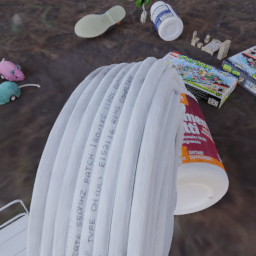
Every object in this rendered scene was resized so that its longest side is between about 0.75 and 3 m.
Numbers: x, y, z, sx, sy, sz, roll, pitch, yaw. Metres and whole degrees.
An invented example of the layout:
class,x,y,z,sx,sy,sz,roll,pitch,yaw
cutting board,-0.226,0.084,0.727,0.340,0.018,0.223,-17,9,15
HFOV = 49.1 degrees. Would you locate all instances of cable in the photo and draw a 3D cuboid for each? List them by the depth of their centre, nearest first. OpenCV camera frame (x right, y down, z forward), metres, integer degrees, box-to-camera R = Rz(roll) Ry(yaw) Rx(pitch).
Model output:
class,x,y,z,sx,sy,sz,roll,pitch,yaw
cable,0.010,0.586,2.649,0.858,2.479,2.478,7,41,13

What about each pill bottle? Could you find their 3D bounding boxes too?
class,x,y,z,sx,sy,sz,roll,pitch,yaw
pill bottle,0.875,0.152,5.937,1.613,1.613,2.944,-5,49,-4
pill bottle,1.319,-3.883,10.021,0.862,0.862,1.553,-9,49,-8

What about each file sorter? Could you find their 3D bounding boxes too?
class,x,y,z,sx,sy,sz,roll,pitch,yaw
file sorter,-1.904,2.039,4.839,0.866,0.777,1.248,-29,55,-23

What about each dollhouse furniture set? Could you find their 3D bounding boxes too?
class,x,y,z,sx,sy,sz,roll,pitch,yaw
dollhouse furniture set,2.817,-2.882,9.349,0.643,0.550,1.241,-35,57,-27

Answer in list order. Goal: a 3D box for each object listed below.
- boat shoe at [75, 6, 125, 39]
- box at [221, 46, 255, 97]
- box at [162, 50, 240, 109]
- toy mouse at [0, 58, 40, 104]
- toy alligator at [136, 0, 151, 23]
class,x,y,z,sx,sy,sz,roll,pitch,yaw
boat shoe,-1.043,-3.745,10.065,2.133,0.759,0.667,-37,16,-25
box,4.150,-1.336,8.035,1.446,0.456,2.628,-26,54,-21
box,1.927,-1.492,8.218,2.245,0.390,1.236,29,55,24
toy mouse,-3.581,-1.380,8.084,2.021,0.440,2.275,4,49,3
toy alligator,0.483,-4.188,8.372,0.538,0.743,2.241,13,75,5
